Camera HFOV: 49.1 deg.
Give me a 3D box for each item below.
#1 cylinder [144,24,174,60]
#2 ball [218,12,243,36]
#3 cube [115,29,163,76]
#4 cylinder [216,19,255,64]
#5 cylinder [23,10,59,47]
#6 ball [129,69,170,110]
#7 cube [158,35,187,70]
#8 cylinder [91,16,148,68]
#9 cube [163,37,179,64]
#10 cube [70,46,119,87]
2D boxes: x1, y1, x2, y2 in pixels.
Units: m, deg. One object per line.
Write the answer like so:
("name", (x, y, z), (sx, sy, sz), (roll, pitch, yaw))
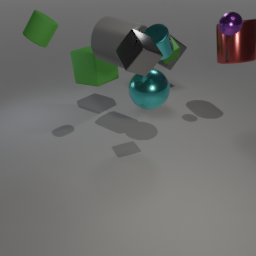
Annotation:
("cylinder", (0.835, -2.334, 7.639), (0.700, 0.700, 0.700), (-9, 64, 19))
("ball", (3.147, -3.195, 8.604), (0.700, 0.700, 0.700), (0, 29, 0))
("cube", (0.254, -1.761, 6.617), (0.700, 0.700, 0.700), (4, 50, -44))
("cylinder", (3.965, -3.148, 10.228), (1.400, 1.400, 1.400), (-7, 17, 2))
("cylinder", (-2.339, -2.655, 7.505), (0.700, 0.700, 0.700), (33, 17, -11))
("ball", (0.721, -1.324, 9.540), (1.400, 1.400, 1.400), (0, 29, 0))
("cube", (1.801, -4.053, 14.206), (1.400, 1.400, 1.400), (15, 30, -43))
("cylinder", (-0.200, -2.659, 8.798), (1.400, 1.400, 1.400), (27, 38, 29))
("cube", (1.744, -3.355, 12.152), (0.700, 0.700, 0.700), (-28, 67, -4))
("cube", (-1.409, -2.709, 12.049), (1.400, 1.400, 1.400), (14, 32, 35))
